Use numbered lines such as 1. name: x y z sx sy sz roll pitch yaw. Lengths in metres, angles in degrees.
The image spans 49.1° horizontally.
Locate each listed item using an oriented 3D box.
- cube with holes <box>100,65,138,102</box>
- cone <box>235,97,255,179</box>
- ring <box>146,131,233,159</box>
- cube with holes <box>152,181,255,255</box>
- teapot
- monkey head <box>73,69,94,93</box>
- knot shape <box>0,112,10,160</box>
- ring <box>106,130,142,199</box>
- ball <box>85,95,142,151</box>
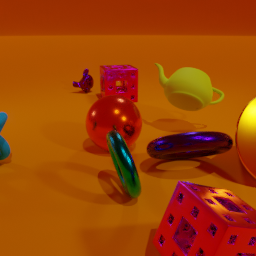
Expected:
1. cube with holes: -0.353 -1.625 10.220 1.179 1.179 1.179 -5 21 -13
2. cone: 2.533 0.282 5.537 1.675 1.675 1.681 -2 -6 -6
3. ring: 1.104 0.343 5.105 1.543 0.309 1.543 -4 -12 -1
4. cube with holes: 0.880 1.129 2.887 0.782 0.782 0.782 15 12 -27
5. teapot: 1.458 -1.036 6.909 1.916 0.938 1.192 20 -18 -1
6. monkey head: -1.794 -1.849 11.345 0.785 1.091 0.658 10 48 7
7. knot shape: -2.719 0.244 5.040 1.133 1.211 0.560 -14 50 -47
8. ring: -0.075 0.559 4.364 0.222 1.112 1.112 -20 24 -9
9. ball: -0.300 -0.102 6.005 1.213 1.213 1.213 0 20 0
